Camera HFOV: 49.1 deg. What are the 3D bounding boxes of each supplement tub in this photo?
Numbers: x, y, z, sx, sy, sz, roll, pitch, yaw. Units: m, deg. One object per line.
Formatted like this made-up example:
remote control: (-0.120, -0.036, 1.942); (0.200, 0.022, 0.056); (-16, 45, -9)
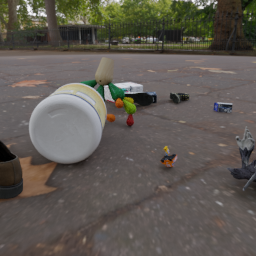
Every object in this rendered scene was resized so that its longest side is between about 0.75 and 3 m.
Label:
supplement tub: (-1.535, -0.274, 7.879); (1.796, 1.796, 2.488); (0, 19, 1)

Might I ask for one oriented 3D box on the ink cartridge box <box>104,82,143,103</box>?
ink cartridge box: (-0.277, -1.837, 14.304); (1.746, 0.736, 1.264); (-12, 22, -32)

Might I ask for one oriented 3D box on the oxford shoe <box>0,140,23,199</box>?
oxford shoe: (-3.232, 0.491, 6.096); (2.524, 1.066, 0.917); (19, 22, 20)

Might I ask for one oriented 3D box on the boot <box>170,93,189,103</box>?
boot: (2.650, -1.514, 13.850); (0.904, 0.432, 1.197); (-1, 19, -11)

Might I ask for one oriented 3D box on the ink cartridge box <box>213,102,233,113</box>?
ink cartridge box: (4.065, -0.877, 12.004); (0.758, 0.377, 0.149); (5, 21, 18)

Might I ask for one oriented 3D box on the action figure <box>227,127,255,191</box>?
action figure: (3.152, 0.566, 6.254); (1.483, 1.274, 2.496); (4, 15, 36)

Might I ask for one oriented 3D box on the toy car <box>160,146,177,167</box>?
toy car: (1.122, 0.735, 7.227); (0.443, 0.301, 0.904); (-21, 13, 23)

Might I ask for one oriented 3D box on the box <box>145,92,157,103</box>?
box: (1.099, -1.516, 13.864); (0.573, 0.413, 0.772); (-1, 18, -2)

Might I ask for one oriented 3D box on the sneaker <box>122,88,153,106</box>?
sneaker: (0.185, -1.425, 13.175); (1.811, 0.757, 1.093); (1, 17, -24)

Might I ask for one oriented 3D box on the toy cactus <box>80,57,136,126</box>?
toy cactus: (-0.921, -1.355, 10.556); (2.959, 2.442, 1.513); (15, 3, 26)
